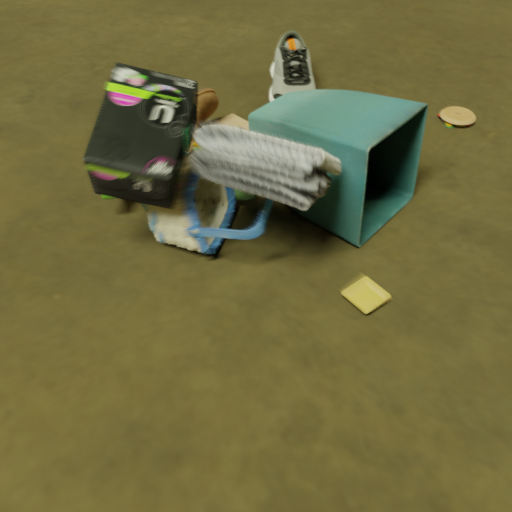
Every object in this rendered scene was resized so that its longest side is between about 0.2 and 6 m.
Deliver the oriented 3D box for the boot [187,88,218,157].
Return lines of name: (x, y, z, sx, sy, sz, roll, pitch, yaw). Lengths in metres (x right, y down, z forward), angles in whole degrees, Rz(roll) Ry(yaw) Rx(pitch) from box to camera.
boot: (-1.639, -2.739, 12.822, 1.132, 1.104, 2.999, 32, 59, 14)

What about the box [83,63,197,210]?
box: (-1.818, -1.926, 9.158, 1.389, 1.162, 1.870, 12, 69, -2)

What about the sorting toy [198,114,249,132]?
sorting toy: (-0.648, -2.978, 13.572, 1.238, 0.244, 1.337, -32, 47, -30)

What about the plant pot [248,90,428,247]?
plant pot: (1.414, -2.083, 11.238, 3.043, 2.150, 2.149, 28, 49, 30)

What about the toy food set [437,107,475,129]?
toy food set: (5.054, -3.498, 14.112, 0.893, 0.219, 0.902, 0, 43, 0)

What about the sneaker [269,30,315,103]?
sneaker: (0.927, -4.860, 14.808, 1.206, 1.294, 3.264, -1, 44, -4)

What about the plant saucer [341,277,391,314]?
plant saucer: (1.872, 0.702, 9.575, 0.613, 0.149, 0.613, -30, 50, -23)

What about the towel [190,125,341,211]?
towel: (0.192, -1.431, 9.086, 2.145, 0.918, 1.776, 17, 10, 13)

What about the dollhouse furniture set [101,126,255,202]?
dollhouse furniture set: (-1.518, -1.725, 11.107, 2.946, 1.472, 1.137, -4, 8, 8)

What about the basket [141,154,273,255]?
basket: (-0.733, -1.054, 10.351, 2.302, 1.601, 2.030, -1, 41, 25)
